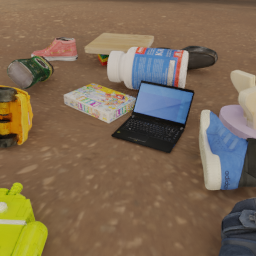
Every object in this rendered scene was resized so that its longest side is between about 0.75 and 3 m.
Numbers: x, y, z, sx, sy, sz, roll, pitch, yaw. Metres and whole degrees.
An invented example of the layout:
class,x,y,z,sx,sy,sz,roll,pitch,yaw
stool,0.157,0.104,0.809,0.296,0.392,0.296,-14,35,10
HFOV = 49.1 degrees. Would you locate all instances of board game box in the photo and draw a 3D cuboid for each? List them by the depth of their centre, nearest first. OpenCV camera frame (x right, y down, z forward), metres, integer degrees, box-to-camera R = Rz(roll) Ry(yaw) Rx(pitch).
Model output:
class,x,y,z,sx,sy,sz,roll,pitch,yaw
board game box,-0.923,-0.884,9.250,2.031,0.348,1.365,23,39,32

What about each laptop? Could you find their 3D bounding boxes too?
class,x,y,z,sx,sy,sz,roll,pitch,yaw
laptop,0.731,-0.405,7.882,1.736,1.012,1.959,15,35,23

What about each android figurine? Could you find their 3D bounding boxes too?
class,x,y,z,sx,sy,sz,roll,pitch,yaw
android figurine,-2.613,1.928,4.608,2.516,0.568,2.764,3,34,4

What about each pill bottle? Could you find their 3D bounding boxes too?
class,x,y,z,sx,sy,sz,roll,pitch,yaw
pill bottle,0.711,-2.106,10.082,2.733,1.534,1.534,8,33,11

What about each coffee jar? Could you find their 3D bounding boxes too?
class,x,y,z,sx,sy,sz,roll,pitch,yaw
coffee jar,-3.528,-2.117,10.383,1.002,0.820,1.922,45,21,-7

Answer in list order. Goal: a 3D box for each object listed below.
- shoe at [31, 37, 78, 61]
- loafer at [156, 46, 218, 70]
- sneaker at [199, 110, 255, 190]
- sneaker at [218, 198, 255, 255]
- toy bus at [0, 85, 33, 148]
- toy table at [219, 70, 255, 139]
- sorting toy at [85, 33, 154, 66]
class,x,y,z,sx,sy,sz,roll,pitch,yaw
shoe,-3.498,-3.747,13.204,2.194,0.998,0.784,1,32,2
loafer,2.265,-2.781,11.802,2.880,1.048,1.041,2,41,20
sneaker,2.425,0.423,6.581,1.357,0.936,2.439,-1,36,9
sneaker,2.531,1.864,4.300,2.202,0.837,1.591,4,33,20
toy bus,-3.518,-0.544,7.901,2.273,1.542,2.182,9,17,10
toy table,3.783,-0.550,7.665,2.563,1.501,2.356,27,40,37
sorting toy,-0.311,-3.594,13.047,2.603,0.906,2.587,8,33,12
